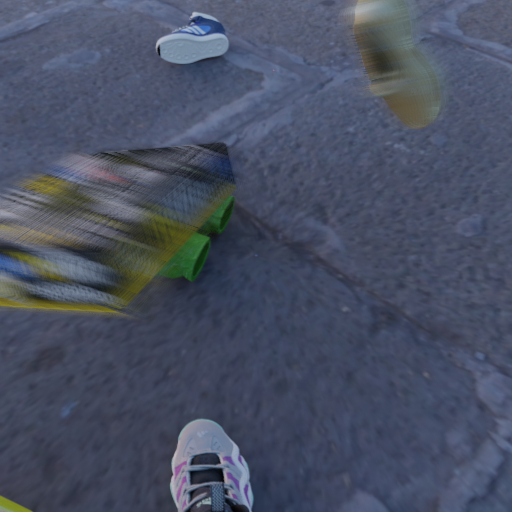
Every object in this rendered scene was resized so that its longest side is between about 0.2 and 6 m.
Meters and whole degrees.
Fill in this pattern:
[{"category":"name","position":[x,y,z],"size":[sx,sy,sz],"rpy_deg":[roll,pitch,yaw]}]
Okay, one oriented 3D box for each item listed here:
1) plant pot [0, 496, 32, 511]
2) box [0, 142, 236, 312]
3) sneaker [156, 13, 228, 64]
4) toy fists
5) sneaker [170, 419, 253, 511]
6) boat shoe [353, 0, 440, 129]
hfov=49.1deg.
[{"category":"plant pot","position":[-3.173,3.288,6.006],"size":[1.502,1.363,1.495],"rpy_deg":[27,50,-1]},{"category":"box","position":[-2.008,-0.515,7.073],"size":[2.534,0.783,3.173],"rpy_deg":[-2,29,23]},{"category":"sneaker","position":[-1.822,-5.964,15.167],"size":[2.000,0.806,1.464],"rpy_deg":[-11,52,-14]},{"category":"toy fists","position":[-1.300,-0.465,10.158],"size":[1.178,0.794,2.310],"rpy_deg":[19,48,8]},{"category":"sneaker","position":[-0.468,2.800,6.336],"size":[1.050,1.889,2.701],"rpy_deg":[-10,48,-10]},{"category":"boat shoe","position":[1.921,-2.582,8.020],"size":[0.844,2.356,0.897],"rpy_deg":[5,58,44]}]
